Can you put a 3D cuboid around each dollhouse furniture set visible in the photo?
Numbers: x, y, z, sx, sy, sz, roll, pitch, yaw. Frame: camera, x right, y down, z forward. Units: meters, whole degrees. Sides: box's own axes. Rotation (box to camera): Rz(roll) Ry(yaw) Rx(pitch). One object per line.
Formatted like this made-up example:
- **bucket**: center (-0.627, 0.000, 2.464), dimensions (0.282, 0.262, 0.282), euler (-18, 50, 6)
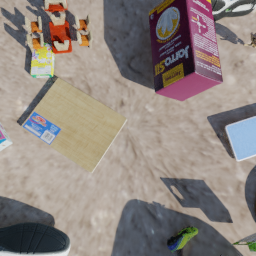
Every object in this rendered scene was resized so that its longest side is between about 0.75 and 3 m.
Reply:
- **dollhouse furniture set**: center (-1.913, -2.852, 7.783), dimensions (1.678, 0.865, 1.660), euler (-7, 81, -10)

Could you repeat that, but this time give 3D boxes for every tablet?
- **tablet**: center (3.247, 0.186, 7.078), dimensions (1.461, 0.100, 0.951), euler (-17, 86, -6)

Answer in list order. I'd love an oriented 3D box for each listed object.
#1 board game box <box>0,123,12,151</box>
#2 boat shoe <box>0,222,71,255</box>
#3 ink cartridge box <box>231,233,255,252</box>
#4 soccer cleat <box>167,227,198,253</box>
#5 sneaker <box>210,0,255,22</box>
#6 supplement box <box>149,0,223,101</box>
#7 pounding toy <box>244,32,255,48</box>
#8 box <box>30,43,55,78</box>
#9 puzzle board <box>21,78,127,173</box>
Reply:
- **board game box**: center (-3.619, 0.130, 7.055), dimensions (0.865, 0.377, 1.173), euler (-35, 77, -9)
- **boat shoe**: center (-2.591, 2.718, 6.048), dimensions (2.720, 1.002, 0.872), euler (-3, 110, -4)
- **ink cartridge box**: center (2.649, 2.401, 5.748), dimensions (0.839, 0.620, 0.318), euler (-12, 73, -22)
- **soccer cleat**: center (1.265, 2.558, 6.425), dimensions (0.804, 0.260, 0.336), euler (-26, 105, -12)
- **sneaker**: center (2.451, -3.839, 8.122), dimensions (2.302, 0.869, 1.325), euler (-9, 64, -11)
- **supplement box**: center (1.387, -2.080, 7.050), dimensions (1.041, 1.341, 2.430), euler (11, 69, -36)
- **pounding toy**: center (3.414, -2.229, 7.402), dimensions (0.493, 0.859, 0.491), euler (-42, 69, 15)
- **box**: center (-2.344, -1.884, 7.734), dimensions (0.585, 0.241, 0.997), euler (-1, 75, 1)
- **puzzle board**: center (-1.378, -0.114, 7.230), dimensions (2.209, 0.192, 1.664), euler (31, 77, 9)
